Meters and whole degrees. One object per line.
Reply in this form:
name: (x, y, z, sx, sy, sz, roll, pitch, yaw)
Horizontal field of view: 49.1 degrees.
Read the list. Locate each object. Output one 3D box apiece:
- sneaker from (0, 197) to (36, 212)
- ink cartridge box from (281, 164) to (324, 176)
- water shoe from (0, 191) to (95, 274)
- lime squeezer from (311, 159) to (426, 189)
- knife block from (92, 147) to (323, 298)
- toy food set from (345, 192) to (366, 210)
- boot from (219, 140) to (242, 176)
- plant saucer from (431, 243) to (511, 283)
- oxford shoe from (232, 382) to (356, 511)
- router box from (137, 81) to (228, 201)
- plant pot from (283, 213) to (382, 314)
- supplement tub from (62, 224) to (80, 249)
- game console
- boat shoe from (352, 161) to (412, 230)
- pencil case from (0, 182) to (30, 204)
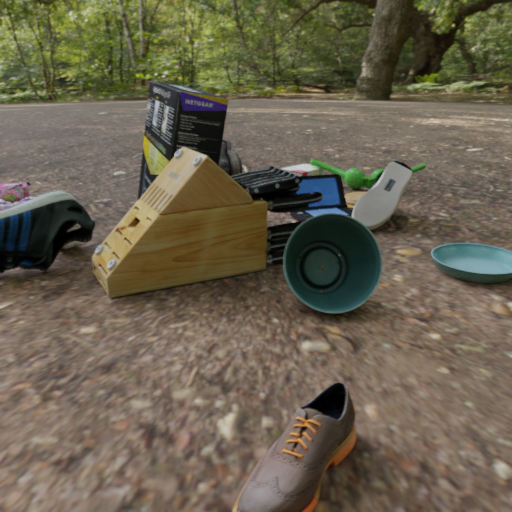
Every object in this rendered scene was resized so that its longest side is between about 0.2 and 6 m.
sneaker: (-5.849, -0.954, 13.428, 1.810, 0.728, 0.800, 0, 26, 13)
ink cartridge box: (1.505, -2.592, 18.023, 0.889, 0.511, 1.224, 18, 27, 40)
water shoe: (-4.445, -0.205, 10.541, 1.218, 1.103, 3.086, 40, 53, 14)
lime squeezer: (3.511, -2.494, 17.463, 3.608, 0.680, 1.274, 2, 24, 5)
knife block: (-0.621, -0.227, 10.985, 4.030, 3.538, 1.289, -51, 32, -4)
toy food set: (2.933, -1.504, 15.375, 1.177, 0.289, 1.190, -4, 19, -6)
boot: (-2.156, -3.070, 18.418, 2.894, 1.151, 3.324, -5, 23, -16)
plant saucer: (4.258, 0.163, 10.824, 1.711, 0.307, 1.711, -1, 20, 0)
oxford shoe: (0.390, 1.899, 5.481, 0.705, 0.720, 1.976, 11, 23, 28)
router box: (-1.880, -2.275, 13.068, 1.070, 3.220, 4.096, 3, 19, -20)
plant pot: (1.179, 0.163, 9.370, 1.597, 1.597, 1.070, -2, -6, -5)
supplement tub: (-4.459, -0.610, 12.299, 1.136, 0.750, 0.750, 15, 25, 35)
game console: (1.713, -1.466, 14.317, 1.615, 0.958, 1.392, -7, 20, -17)
boat shoe: (3.106, -1.234, 14.045, 0.912, 1.133, 2.443, 32, 59, 18)
pencil case: (-7.023, -1.678, 15.276, 1.605, 0.702, 0.702, -4, 21, -10)
